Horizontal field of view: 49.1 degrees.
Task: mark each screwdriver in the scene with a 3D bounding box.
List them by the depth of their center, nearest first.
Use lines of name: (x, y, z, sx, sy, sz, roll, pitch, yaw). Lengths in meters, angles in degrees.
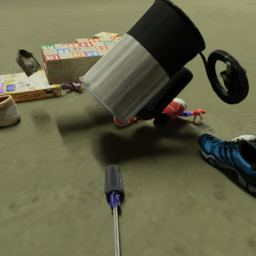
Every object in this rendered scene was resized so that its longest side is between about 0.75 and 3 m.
screwdriver: (-0.240, 1.773, 5.427, 0.417, 0.435, 2.993, -3, 35, -4)

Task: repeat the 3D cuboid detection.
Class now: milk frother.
milk frother: (0.830, -1.109, 6.826, 2.803, 2.690, 2.980, -45, 31, 7)

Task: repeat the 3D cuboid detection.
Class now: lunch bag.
lunch bag: (-3.137, -2.056, 8.706, 0.471, 0.801, 0.657, -42, 18, -25)

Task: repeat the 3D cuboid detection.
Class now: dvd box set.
dvd box set: (-4.110, -1.630, 10.847, 2.731, 0.402, 1.998, -12, 35, -18)

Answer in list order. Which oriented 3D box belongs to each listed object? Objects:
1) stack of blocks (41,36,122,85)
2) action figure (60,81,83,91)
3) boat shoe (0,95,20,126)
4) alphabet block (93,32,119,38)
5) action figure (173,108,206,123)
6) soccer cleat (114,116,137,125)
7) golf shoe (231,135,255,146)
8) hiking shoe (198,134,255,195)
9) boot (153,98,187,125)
stack of blocks: (-1.239, -2.136, 8.623, 2.649, 0.776, 1.525, -11, 38, -18)
action figure: (-2.258, -1.855, 11.087, 0.977, 1.086, 1.458, -37, 63, -13)
boat shoe: (-4.817, -0.538, 8.550, 2.773, 0.959, 1.022, -8, 33, -13)
alphabet block: (-1.142, -4.429, 14.849, 1.039, 1.020, 1.014, 16, 36, 24)
action figure: (1.985, -0.333, 8.896, 1.021, 0.506, 0.333, -11, 25, 29)
soccer cleat: (0.060, -0.741, 9.235, 0.889, 0.716, 2.087, -11, 30, 44)
golf shoe: (3.169, 0.371, 7.784, 0.872, 0.341, 0.424, -4, 14, -17)
hiking shoe: (2.592, 0.581, 6.728, 0.823, 0.960, 2.213, -18, 36, -27)
boot: (0.986, -0.579, 9.091, 1.115, 0.560, 1.546, -39, 33, -20)
